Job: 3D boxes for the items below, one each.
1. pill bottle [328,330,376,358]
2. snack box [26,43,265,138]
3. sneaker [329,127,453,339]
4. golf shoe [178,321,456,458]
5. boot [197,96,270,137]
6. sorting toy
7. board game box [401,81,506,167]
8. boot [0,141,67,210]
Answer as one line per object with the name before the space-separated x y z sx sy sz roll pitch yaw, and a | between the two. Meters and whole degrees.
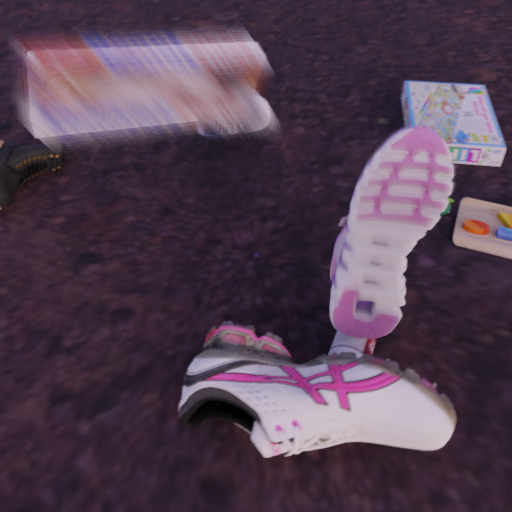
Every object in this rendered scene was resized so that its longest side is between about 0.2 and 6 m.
pill bottle | 1.230 1.235 7.244 0.523 0.523 0.955 15 45 15
snack box | -1.543 -2.458 8.208 3.374 1.213 0.410 -13 63 -26
sneaker | 1.478 -0.343 6.877 1.057 2.628 1.162 12 24 -6
golf shoe | 0.603 1.774 6.328 3.071 1.115 1.414 9 47 22
boot | -0.443 -2.513 10.489 0.772 0.622 1.709 -27 15 -25
sorting toy | 3.677 -0.580 9.376 1.661 0.244 1.227 16 46 15
board game box | 3.988 -2.803 11.595 1.733 0.441 2.578 5 43 6
boot | -4.126 -1.569 10.122 1.363 0.763 1.970 -7 44 -14
